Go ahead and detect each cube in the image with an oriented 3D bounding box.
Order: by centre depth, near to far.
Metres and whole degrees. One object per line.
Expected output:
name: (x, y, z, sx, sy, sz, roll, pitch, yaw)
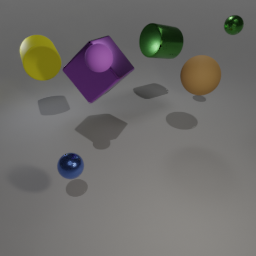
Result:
cube: (-0.909, -1.880, 8.945, 1.400, 1.400, 1.400, -35, 7, 31)

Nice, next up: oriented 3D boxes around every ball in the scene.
ball: (-0.728, -1.748, 6.993, 0.700, 0.700, 0.700, 0, 32, 0)
ball: (-1.512, 1.000, 7.392, 0.700, 0.700, 0.700, 0, 32, 0)
ball: (2.563, -1.857, 9.911, 1.400, 1.400, 1.400, 0, 32, 0)
ball: (3.931, -3.824, 10.413, 0.700, 0.700, 0.700, 0, 32, 0)

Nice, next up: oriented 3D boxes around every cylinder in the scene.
cylinder: (-3.430, -2.759, 10.956, 1.400, 1.400, 1.400, -12, 37, -18)
cylinder: (1.442, -3.742, 12.171, 1.400, 1.400, 1.400, -8, 30, -39)
